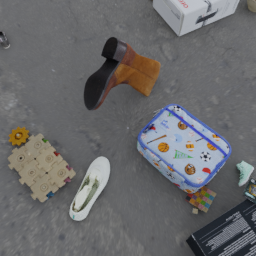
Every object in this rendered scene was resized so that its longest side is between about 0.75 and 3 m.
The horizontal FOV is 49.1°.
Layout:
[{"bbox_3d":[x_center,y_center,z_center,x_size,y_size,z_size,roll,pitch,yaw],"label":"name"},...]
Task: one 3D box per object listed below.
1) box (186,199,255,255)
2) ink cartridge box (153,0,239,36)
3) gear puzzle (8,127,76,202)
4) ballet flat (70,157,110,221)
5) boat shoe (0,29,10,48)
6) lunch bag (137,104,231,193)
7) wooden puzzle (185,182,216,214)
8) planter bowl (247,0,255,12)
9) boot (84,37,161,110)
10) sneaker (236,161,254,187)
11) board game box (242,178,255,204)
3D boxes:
[{"bbox_3d":[3.234,2.955,7.150,2.794,1.102,1.972,-27,61,-13],"label":"box"},{"bbox_3d":[2.678,-5.144,11.100,2.816,1.179,2.032,-26,66,-14],"label":"ink cartridge box"},{"bbox_3d":[-2.872,0.977,8.611,1.387,0.351,2.677,-40,67,-16],"label":"gear puzzle"},{"bbox_3d":[-1.069,1.663,8.055,0.702,0.702,2.021,22,65,10],"label":"ballet flat"},{"bbox_3d":[-4.909,-3.558,10.807,0.385,0.328,1.152,-32,68,-15],"label":"boat shoe"},{"bbox_3d":[1.631,0.493,8.461,2.578,0.974,2.066,42,70,18],"label":"lunch bag"},{"bbox_3d":[2.123,1.998,8.164,0.687,0.081,1.158,31,61,18],"label":"wooden puzzle"},{"bbox_3d":[5.296,-5.165,11.425,0.959,0.646,0.959,0,63,0],"label":"planter bowl"},{"bbox_3d":[-0.124,-1.417,8.878,0.824,2.406,2.265,22,95,37],"label":"boot"},{"bbox_3d":[3.386,1.353,8.400,0.483,0.301,0.818,37,60,11],"label":"sneaker"},{"bbox_3d":[3.418,1.720,7.157,0.817,0.115,0.552,30,65,19],"label":"board game box"}]
